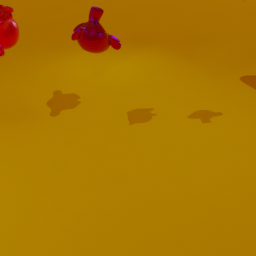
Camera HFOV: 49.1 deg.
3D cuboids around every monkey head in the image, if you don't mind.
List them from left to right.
[{"bbox_3d":[-3.523,-2.632,7.325,1.282,1.074,1.782,3,42,-20],"label":"monkey head"},{"bbox_3d":[-0.760,-2.257,6.551,1.334,0.960,0.804,0,40,-38],"label":"monkey head"}]

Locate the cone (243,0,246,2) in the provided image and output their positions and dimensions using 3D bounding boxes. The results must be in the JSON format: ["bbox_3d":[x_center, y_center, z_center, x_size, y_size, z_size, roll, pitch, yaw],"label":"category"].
[{"bbox_3d":[3.137,-4.049,7.626,1.198,1.202,1.198,-7,8,1],"label":"cone"}]
